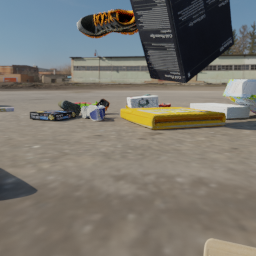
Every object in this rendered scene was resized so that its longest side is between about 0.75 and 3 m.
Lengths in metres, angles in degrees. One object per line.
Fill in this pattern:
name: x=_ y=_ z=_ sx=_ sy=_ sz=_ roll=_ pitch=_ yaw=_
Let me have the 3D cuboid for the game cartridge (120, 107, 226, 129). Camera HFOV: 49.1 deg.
game cartridge: x=1.376 y=-0.438 z=9.612 sx=2.570 sy=0.473 sz=2.916 roll=-3 pitch=11 yaw=-20

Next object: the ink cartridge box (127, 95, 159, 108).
ink cartridge box: x=0.733 y=-1.303 z=14.235 sx=1.423 sy=0.598 sz=1.038 roll=-6 pitch=9 yaw=-8

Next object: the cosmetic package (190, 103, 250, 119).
cosmetic package: x=3.622 y=-0.712 z=11.161 sx=1.397 sy=0.479 sz=1.853 roll=-1 pitch=9 yaw=-32

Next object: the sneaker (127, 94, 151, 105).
sneaker: x=0.705 y=-1.523 z=15.761 sx=0.805 sy=0.684 sz=1.839 roll=1 pitch=8 yaw=36

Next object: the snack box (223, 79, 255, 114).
snack box: x=5.091 y=-1.086 z=10.425 sx=1.983 sy=0.796 sz=2.352 roll=24 pitch=0 yaw=-21

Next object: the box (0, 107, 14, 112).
box: x=-5.790 y=-0.855 z=13.050 sx=0.905 sy=0.188 sz=0.175 roll=-3 pitch=11 yaw=-25

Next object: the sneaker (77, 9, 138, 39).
sneaker: x=-0.559 y=-3.186 z=8.316 sx=1.919 sy=0.751 sz=0.741 roll=-8 pitch=-8 yaw=-6

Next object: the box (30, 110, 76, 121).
box: x=-2.786 y=-0.485 z=10.461 sx=1.223 sy=0.304 sz=1.214 roll=5 pitch=11 yaw=26

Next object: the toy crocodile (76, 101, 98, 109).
toy crocodile: x=-2.176 y=-1.068 z=13.488 sx=1.503 sy=0.464 sz=0.507 roll=1 pitch=9 yaw=9

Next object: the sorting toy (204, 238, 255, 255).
sorting toy: x=0.654 y=0.994 z=1.837 sx=0.886 sy=0.130 sz=0.655 roll=6 pitch=16 yaw=17

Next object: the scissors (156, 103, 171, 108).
scissors: x=1.736 y=-1.080 z=14.336 sx=1.084 sy=0.206 sz=2.963 roll=-1 pitch=9 yaw=4

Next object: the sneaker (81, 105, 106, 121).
sneaker: x=-1.111 y=-0.615 z=10.375 sx=0.814 sy=0.570 sz=1.410 roll=-8 pitch=10 yaw=-30

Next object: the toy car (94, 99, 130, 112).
toy car: x=-0.682 y=-0.688 z=11.940 sx=1.596 sy=0.783 sz=0.531 roll=19 pitch=-31 yaw=12

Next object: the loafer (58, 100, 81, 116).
loafer: x=-2.320 y=-0.833 z=11.127 sx=0.420 sy=0.454 sz=1.207 roll=12 pitch=-12 yaw=30

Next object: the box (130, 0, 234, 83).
box: x=1.727 y=-3.122 z=8.313 sx=2.773 sy=2.525 sz=1.444 roll=-38 pitch=35 yaw=-29
